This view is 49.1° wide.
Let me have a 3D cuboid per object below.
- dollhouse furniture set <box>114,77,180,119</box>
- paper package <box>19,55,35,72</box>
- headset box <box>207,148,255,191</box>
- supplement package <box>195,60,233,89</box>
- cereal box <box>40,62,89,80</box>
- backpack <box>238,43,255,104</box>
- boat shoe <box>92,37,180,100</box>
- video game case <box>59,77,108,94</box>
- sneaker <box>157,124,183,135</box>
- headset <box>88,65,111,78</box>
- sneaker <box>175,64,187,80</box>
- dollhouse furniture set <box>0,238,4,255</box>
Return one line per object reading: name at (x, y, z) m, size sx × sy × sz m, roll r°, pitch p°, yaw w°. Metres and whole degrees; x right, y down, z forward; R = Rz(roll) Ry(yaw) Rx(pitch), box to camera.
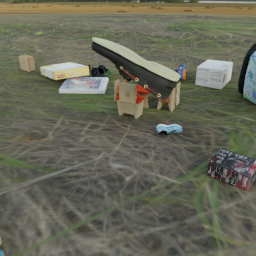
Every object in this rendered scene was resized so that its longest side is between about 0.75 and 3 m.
dollhouse furniture set at (0.529, -1.387, 10.455) m, size 2.409 × 1.241 × 2.383 m, roll 13°, pitch 30°, yaw 23°
paper package at (-5.388, -3.460, 14.957) m, size 0.813 × 0.775 × 0.421 m, roll 21°, pitch 34°, yaw 35°
headset box at (2.607, 0.991, 6.770) m, size 1.122 × 0.421 × 0.834 m, roll 18°, pitch 33°, yaw 31°
supplement package at (4.034, -2.537, 13.056) m, size 1.233 × 0.878 × 1.583 m, roll 15°, pitch 32°, yaw 28°
cereal box at (-3.162, -2.831, 13.790) m, size 1.718 × 0.472 × 2.388 m, roll -15°, pitch 24°, yaw -27°
backpack at (5.475, -1.666, 10.299) m, size 2.137 × 2.268 × 2.780 m, roll -31°, pitch 46°, yaw -31°
boat shoe at (0.082, -1.814, 8.378) m, size 2.916 × 0.914 × 1.067 m, roll 30°, pitch 27°, yaw 8°
video game case at (-1.939, -1.952, 12.655) m, size 1.967 × 0.226 × 1.792 m, roll 0°, pitch 27°, yaw 1°
sneaker at (1.298, 0.105, 8.726) m, size 0.805 × 0.316 × 0.362 m, roll -1°, pitch 47°, yaw 4°
headset at (-1.521, -2.790, 14.157) m, size 1.423 × 0.669 × 0.879 m, roll 35°, pitch 44°, yaw 26°
sneaker at (2.591, -2.826, 14.008) m, size 0.606 × 0.582 × 1.544 m, roll -1°, pitch 25°, yaw 8°
dollhouse furniture set at (-2.498, 1.927, 3.677) m, size 1.613 × 1.604 × 2.289 m, roll 13°, pitch 30°, yaw 24°
